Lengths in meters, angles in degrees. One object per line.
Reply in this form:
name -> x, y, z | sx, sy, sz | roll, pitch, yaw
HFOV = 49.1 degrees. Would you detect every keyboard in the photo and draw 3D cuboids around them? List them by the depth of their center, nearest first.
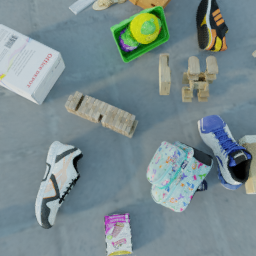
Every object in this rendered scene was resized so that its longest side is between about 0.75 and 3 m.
keyboard -> -1.627, -5.238, 11.400 | 1.657, 0.088, 0.466 | -41, 73, -11

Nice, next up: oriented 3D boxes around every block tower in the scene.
block tower -> -0.895, -0.482, 9.748 | 2.493, 0.721, 0.673 | 23, 76, 5

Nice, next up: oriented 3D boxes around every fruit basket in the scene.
fruit basket -> 0.538, -3.325, 9.815 | 2.174, 1.568, 2.174 | -14, 41, 12

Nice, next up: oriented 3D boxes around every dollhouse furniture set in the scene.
dollhouse furniture set -> 2.012, -1.848, 9.656 | 1.829, 1.603, 1.215 | 0, 60, 3

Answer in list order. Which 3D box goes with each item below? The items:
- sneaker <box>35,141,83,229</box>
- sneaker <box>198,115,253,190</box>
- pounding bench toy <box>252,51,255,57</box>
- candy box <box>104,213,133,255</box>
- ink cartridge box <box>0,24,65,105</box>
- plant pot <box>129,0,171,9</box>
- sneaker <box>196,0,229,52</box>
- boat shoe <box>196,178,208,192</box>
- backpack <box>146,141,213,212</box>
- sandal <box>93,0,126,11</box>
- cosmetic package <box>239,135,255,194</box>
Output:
sneaker -> -2.174, 1.806, 8.957 | 1.108, 1.021, 2.769 | 9, 75, 1
sneaker -> 3.259, 0.676, 8.972 | 1.036, 1.481, 2.564 | -18, 77, -5
pounding bench toy -> 5.376, -2.504, 10.230 | 1.361, 0.846, 1.062 | -15, 76, -4
candy box -> -0.308, 3.347, 8.851 | 0.815, 0.365, 1.195 | -6, 75, -2
ink cartridge box -> -3.841, -2.246, 10.034 | 2.544, 1.068, 1.842 | 27, 76, 7
plant pot -> 1.050, -5.198, 10.622 | 1.265, 1.807, 1.807 | 41, 78, -7
sneaker -> 3.302, -4.005, 10.755 | 1.100, 0.855, 2.446 | 10, 72, -17
boat shoe -> 2.386, 1.684, 9.378 | 0.430, 0.346, 0.927 | 12, 62, -25
backpack -> 1.431, 1.443, 8.560 | 1.504, 1.773, 1.997 | 23, 93, -12
sandal -> -0.749, -5.162, 11.161 | 1.432, 0.471, 0.525 | -17, 75, -5
cosmetic package -> 4.367, 1.202, 9.270 | 0.990, 0.669, 1.882 | -4, 74, 1
